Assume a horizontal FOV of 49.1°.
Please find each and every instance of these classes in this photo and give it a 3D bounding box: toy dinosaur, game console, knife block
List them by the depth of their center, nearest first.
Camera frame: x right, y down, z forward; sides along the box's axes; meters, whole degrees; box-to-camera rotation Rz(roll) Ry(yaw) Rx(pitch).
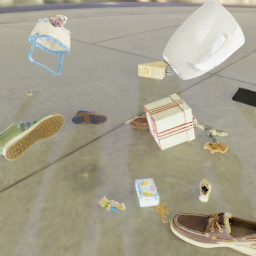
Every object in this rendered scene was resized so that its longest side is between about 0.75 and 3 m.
[{"bbox_3d":[0.884,2.229,7.809,0.462,0.263,0.871,-16,35,-23],"label":"toy dinosaur"},{"bbox_3d":[3.112,0.110,10.774,1.865,0.443,0.822,25,33,-20],"label":"toy dinosaur"},{"bbox_3d":[6.112,-1.487,14.047,1.343,0.781,1.181,26,10,35],"label":"game console"},{"bbox_3d":[1.893,-3.659,17.088,2.138,0.684,1.877,12,33,20],"label":"knife block"}]

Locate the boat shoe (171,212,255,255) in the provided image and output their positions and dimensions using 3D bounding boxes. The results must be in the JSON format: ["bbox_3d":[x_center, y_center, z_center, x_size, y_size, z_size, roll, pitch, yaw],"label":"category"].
[{"bbox_3d":[2.318,2.412,6.885,2.483,0.893,0.896,10,33,16],"label":"boat shoe"}]

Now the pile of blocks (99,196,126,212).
[{"bbox_3d":[-0.434,2.199,7.943,0.789,0.324,0.245,18,-8,12],"label":"pile of blocks"}]

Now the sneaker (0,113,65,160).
[{"bbox_3d":[-3.853,0.052,10.682,1.272,0.950,2.833,23,41,25],"label":"sneaker"}]

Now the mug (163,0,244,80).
[{"bbox_3d":[2.836,-3.063,10.656,2.571,2.165,2.933,-40,27,11],"label":"mug"}]

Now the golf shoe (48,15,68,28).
[{"bbox_3d":[-1.997,-3.078,8.034,0.789,0.286,0.363,25,67,44],"label":"golf shoe"}]

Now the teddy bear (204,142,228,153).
[{"bbox_3d":[3.236,0.730,10.318,0.855,0.285,0.620,3,23,19],"label":"teddy bear"}]

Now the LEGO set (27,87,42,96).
[{"bbox_3d":[-4.883,-1.996,14.732,0.648,0.283,0.998,0,31,-1],"label":"LEGO set"}]

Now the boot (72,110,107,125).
[{"bbox_3d":[-1.598,-0.546,12.085,1.514,0.566,0.734,1,34,6],"label":"boot"}]

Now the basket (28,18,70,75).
[{"bbox_3d":[-2.959,-3.085,10.645,1.228,1.766,1.557,2,-13,27],"label":"basket"}]

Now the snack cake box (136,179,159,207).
[{"bbox_3d":[0.555,1.870,8.198,0.542,0.316,0.942,-5,21,-5],"label":"snack cake box"}]

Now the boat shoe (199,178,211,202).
[{"bbox_3d":[2.332,1.807,8.448,0.343,0.309,0.950,10,33,17],"label":"boat shoe"}]

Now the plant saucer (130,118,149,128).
[{"bbox_3d":[0.622,-0.234,11.715,1.084,0.187,1.084,-1,18,0],"label":"plant saucer"}]

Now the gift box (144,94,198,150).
[{"bbox_3d":[1.657,-0.218,10.670,1.576,1.688,1.557,-21,38,-4],"label":"gift box"}]
